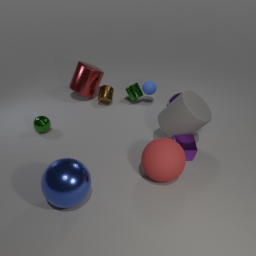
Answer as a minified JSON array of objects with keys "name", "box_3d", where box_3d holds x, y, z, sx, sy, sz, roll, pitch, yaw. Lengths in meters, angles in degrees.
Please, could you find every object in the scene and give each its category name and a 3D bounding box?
[{"name":"cylinder","box_3d":[-2.099,-2.464,14.179,1.400,1.400,1.400,23,17,-7]},{"name":"ball","box_3d":[1.043,-1.950,13.593,0.700,0.700,0.700,0,31,0]},{"name":"ball","box_3d":[-1.744,1.546,7.954,1.400,1.400,1.400,0,31,0]},{"name":"ball","box_3d":[1.119,1.007,8.889,1.400,1.400,1.400,0,31,0]},{"name":"cylinder","box_3d":[-1.077,-1.627,13.653,0.700,0.700,0.700,6,71,10]},{"name":"cylinder","box_3d":[2.045,-0.419,10.184,1.400,1.400,1.400,25,42,-25]},{"name":"cube","box_3d":[1.966,0.702,9.859,0.700,0.700,0.700,-3,54,-4]},{"name":"ball","box_3d":[-3.525,-0.159,11.488,0.700,0.700,0.700,0,31,0]},{"name":"ball","box_3d":[2.321,-0.808,11.859,1.400,1.400,1.400,0,31,0]},{"name":"cylinder","box_3d":[0.320,-1.777,13.847,0.700,0.700,0.700,-27,3,1]}]
